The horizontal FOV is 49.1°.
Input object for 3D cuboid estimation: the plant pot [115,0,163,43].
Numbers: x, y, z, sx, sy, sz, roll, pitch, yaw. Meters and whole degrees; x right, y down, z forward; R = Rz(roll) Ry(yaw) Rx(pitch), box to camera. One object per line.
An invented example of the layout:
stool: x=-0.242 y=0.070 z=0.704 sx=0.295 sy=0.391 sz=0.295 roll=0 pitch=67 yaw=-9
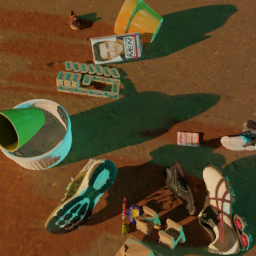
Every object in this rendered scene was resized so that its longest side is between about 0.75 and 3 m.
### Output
plant pot: x=0.630 y=-5.324 z=14.071 sx=1.894 sy=2.069 sz=2.069 roll=27 pitch=57 yaw=1

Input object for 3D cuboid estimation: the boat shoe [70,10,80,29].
boat shoe: x=-2.929 y=-5.928 z=15.301 sx=0.507 sy=0.506 sz=1.405 roll=-10 pitch=54 yaw=-7

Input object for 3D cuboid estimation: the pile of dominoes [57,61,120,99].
pile of dominoes: x=-1.728 y=-2.077 z=12.601 sx=2.790 sy=0.444 sz=2.175 roll=8 pitch=46 yaw=-2

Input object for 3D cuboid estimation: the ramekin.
ramekin: x=-3.205 y=0.325 z=10.067 sx=2.493 sy=1.309 sz=2.493 roll=-1 pitch=57 yaw=2

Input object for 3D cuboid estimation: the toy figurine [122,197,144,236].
toy figurine: x=0.168 y=2.770 z=8.805 sx=0.671 sy=0.591 sz=1.120 roll=4 pitch=54 yaw=-4

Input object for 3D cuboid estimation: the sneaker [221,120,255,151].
sneaker: x=4.360 y=0.261 z=10.600 sx=1.863 sy=0.703 sz=1.060 roll=3 pitch=53 yaw=-5

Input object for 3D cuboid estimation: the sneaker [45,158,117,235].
sneaker: x=-1.558 y=2.072 z=8.891 sx=2.821 sy=1.085 sz=1.250 roll=-49 pitch=32 yaw=-13

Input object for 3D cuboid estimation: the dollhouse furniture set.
dollhouse furniture set: x=0.879 y=4.003 z=7.608 sx=2.634 sy=1.714 sz=2.419 roll=18 pitch=52 yaw=39

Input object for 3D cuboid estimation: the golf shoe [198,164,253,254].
golf shoe: x=2.746 y=2.439 z=8.754 sx=1.242 sy=1.088 sz=2.819 roll=-12 pitch=53 yaw=0

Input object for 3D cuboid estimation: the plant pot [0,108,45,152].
plant pot: x=-3.496 y=-0.131 z=9.204 sx=1.332 sy=1.332 sz=1.424 roll=27 pitch=34 yaw=19

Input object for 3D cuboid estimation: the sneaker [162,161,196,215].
sneaker: x=1.714 y=2.029 z=9.360 sx=0.764 sy=0.727 sz=1.928 roll=-17 pitch=47 yaw=3

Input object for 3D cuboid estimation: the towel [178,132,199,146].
towel: x=2.333 y=0.413 z=10.817 sx=0.818 sy=0.122 sz=0.598 roll=4 pitch=53 yaw=3

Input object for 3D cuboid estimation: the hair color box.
hair color box: x=-0.514 y=-3.758 z=13.171 sx=2.312 sy=1.144 sz=0.701 roll=-10 pitch=25 yaw=-7
